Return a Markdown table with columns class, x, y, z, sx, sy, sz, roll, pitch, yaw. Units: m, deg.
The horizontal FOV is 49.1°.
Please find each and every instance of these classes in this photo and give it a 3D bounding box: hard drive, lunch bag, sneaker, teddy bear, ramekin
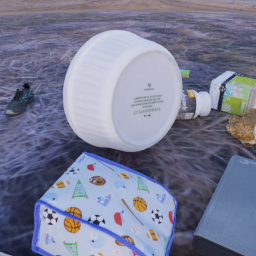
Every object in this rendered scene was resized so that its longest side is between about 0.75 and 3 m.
| class | x | y | z | sx | sy | sz | roll | pitch | yaw |
| --- | --- | --- | --- | --- | --- | --- | --- | --- | --- |
| hard drive | 2.551 | 1.550 | 5.188 | 1.883 | 0.444 | 2.699 | 16 | 32 | 27 |
| lunch bag | -0.237 | 1.454 | 4.486 | 1.951 | 1.208 | 1.659 | 17 | 28 | 9 |
| sneaker | -3.858 | -1.036 | 9.881 | 0.647 | 0.680 | 1.716 | 3 | 29 | 2 |
| teddy bear | 3.661 | -0.025 | 8.084 | 1.596 | 0.735 | 2.201 | 17 | 24 | 15 |
| ramekin | 0.057 | -0.803 | 6.845 | 3.005 | 3.005 | 1.399 | -22 | 30 | -36 |

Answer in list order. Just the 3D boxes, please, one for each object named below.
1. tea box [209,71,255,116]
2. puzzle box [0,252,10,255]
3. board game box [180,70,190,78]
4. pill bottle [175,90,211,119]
| class | x | y | z | sx | sy | sz | roll | pitch | yaw |
| --- | --- | --- | --- | --- | --- | --- | --- | --- | --- |
| tea box | 3.857 | -1.230 | 9.845 | 1.509 | 1.025 | 1.533 | 19 | 33 | 32 |
| puzzle box | -1.874 | 2.386 | 3.794 | 2.035 | 0.259 | 1.354 | 8 | 28 | 16 |
| board game box | 2.683 | -2.594 | 13.412 | 0.474 | 0.149 | 0.991 | 6 | 26 | 13 |
| pill bottle | 1.729 | -0.758 | 9.031 | 1.664 | 0.968 | 0.968 | -3 | 28 | -7 |
